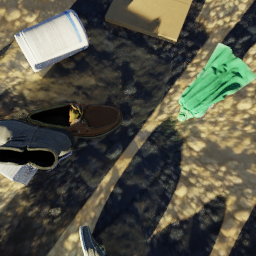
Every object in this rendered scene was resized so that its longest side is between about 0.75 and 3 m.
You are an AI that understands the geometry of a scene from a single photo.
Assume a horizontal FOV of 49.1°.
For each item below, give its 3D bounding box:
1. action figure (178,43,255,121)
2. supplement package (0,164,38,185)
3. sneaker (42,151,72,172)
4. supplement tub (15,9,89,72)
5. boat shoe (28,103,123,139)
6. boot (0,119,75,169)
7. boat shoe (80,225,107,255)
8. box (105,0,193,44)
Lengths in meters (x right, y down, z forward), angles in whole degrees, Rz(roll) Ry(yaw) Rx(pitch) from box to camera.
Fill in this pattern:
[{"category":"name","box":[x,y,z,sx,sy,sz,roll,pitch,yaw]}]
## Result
[{"category":"action figure","box":[2.486,-1.189,8.697,2.651,0.725,1.566,-44,78,-6]},{"category":"supplement package","box":[-3.469,0.591,7.865,1.938,1.137,1.133,28,75,9]},{"category":"sneaker","box":[-2.129,0.833,8.145,1.036,0.453,0.392,-41,76,-12]},{"category":"supplement tub","box":[-2.375,-2.780,8.926,1.975,1.303,1.303,-28,74,-10]},{"category":"boat shoe","box":[-1.514,-0.230,8.247,2.755,0.937,0.991,-9,72,-3]},{"category":"boot","box":[-2.088,0.278,5.086,2.070,1.352,0.701,3,99,7]},{"category":"boat shoe","box":[-0.776,3.350,7.216,0.540,0.645,1.805,-20,78,-6]},{"category":"box","box":[0.793,-4.303,9.974,2.670,0.284,2.183,20,73,6]}]
